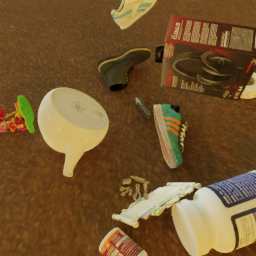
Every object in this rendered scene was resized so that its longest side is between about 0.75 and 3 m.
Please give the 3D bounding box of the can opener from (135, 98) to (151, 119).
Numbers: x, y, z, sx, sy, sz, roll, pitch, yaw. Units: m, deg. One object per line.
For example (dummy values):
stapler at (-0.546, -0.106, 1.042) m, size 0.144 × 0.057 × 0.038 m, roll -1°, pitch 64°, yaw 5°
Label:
can opener at (0.639, -0.836, 11.065) m, size 0.370 × 0.295 × 1.106 m, roll -25°, pitch 56°, yaw -19°

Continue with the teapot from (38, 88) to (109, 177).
teapot at (-2.012, -0.051, 9.488) m, size 2.487 × 1.840 × 2.519 m, roll 39°, pitch 30°, yaw 4°

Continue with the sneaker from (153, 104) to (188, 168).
sneaker at (1.637, 0.126, 9.797) m, size 1.106 × 0.988 × 2.768 m, roll -8°, pitch 49°, yaw -1°

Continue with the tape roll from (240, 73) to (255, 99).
tape roll at (4.925, -1.850, 11.795) m, size 1.356 × 0.474 × 1.356 m, roll 0°, pitch 50°, yaw 0°

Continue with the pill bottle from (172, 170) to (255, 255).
pill bottle at (2.818, 2.261, 7.532) m, size 2.976 × 1.722 × 1.722 m, roll -14°, pitch 51°, yaw -12°

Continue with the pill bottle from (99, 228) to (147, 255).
pill bottle at (-0.001, 3.332, 7.251) m, size 1.415 × 0.775 × 0.775 m, roll 34°, pitch 58°, yaw 25°

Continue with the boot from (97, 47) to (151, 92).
boot at (0.056, -2.468, 12.153) m, size 2.439 × 0.945 × 1.687 m, roll -22°, pitch 57°, yaw -1°

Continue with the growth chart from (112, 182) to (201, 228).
growth chart at (0.802, 2.086, 7.939) m, size 2.349 × 1.700 × 0.208 m, roll -25°, pitch 94°, yaw -22°

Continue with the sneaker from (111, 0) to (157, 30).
sneaker at (0.290, -4.402, 9.908) m, size 1.924 × 0.777 × 0.736 m, roll -39°, pitch 36°, yaw 12°

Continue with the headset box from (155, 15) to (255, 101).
headset box at (2.247, -2.071, 8.503) m, size 2.877 × 2.141 × 1.111 m, roll 12°, pitch 63°, yaw 8°

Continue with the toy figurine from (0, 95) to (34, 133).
toy figurine at (-4.341, -0.296, 10.375) m, size 1.378 × 1.124 × 1.497 m, roll -19°, pitch 76°, yaw 1°

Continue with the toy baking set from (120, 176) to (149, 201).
toy baking set at (0.254, 1.887, 8.724) m, size 1.114 × 0.130 × 0.855 m, roll 10°, pitch 43°, yaw 31°
